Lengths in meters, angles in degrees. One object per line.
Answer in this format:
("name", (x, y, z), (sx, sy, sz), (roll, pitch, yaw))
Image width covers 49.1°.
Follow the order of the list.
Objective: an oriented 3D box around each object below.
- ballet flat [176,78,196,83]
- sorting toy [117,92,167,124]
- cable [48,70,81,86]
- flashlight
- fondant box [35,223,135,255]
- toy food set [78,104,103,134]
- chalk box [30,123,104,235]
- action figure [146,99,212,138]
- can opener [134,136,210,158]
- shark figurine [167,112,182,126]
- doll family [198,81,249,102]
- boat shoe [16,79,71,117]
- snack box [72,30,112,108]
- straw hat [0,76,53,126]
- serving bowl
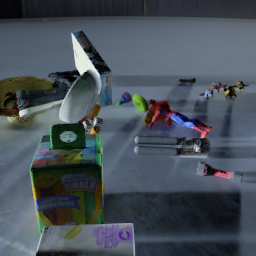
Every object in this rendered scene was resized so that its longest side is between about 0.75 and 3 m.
("ballet flat", (2.896, -2.409, 13.977), (0.955, 0.271, 0.317), (5, 27, 11))
("sorting toy", (0.361, -0.690, 10.371), (0.777, 0.782, 2.256), (-41, 45, -20))
("cable", (-3.006, -2.674, 14.211), (2.126, 0.540, 1.735), (12, 29, 24))
("flashlight", (2.273, 1.110, 6.948), (1.075, 0.365, 0.364), (11, 36, 21))
("fondant box", (-0.690, 2.197, 4.639), (1.624, 0.473, 1.172), (-1, 29, -2))
("toy food set", (-1.284, -0.179, 9.396), (0.691, 0.651, 1.448), (15, 40, -21))
("chalk box", (-1.117, 0.892, 5.514), (1.266, 2.034, 1.259), (-2, 27, -4))
("action figure", (1.497, -0.144, 9.219), (2.168, 1.073, 0.707), (36, 35, 16))
("can opener", (1.272, 0.549, 8.019), (2.168, 0.571, 0.721), (2, -8, 0))
("shark figurine", (1.592, -0.446, 9.889), (0.695, 0.486, 1.164), (-3, 23, -1))
("doll family", (3.995, -1.562, 11.813), (1.973, 0.774, 1.140), (4, 32, 15))
("boat shoe", (-2.198, -1.064, 8.632), (2.566, 0.851, 0.959), (-22, 2, -34))
("snack box", (-1.276, -2.094, 9.808), (0.475, 1.486, 2.558), (-20, 55, -18))
("straw hat", (-3.610, -0.694, 9.596), (2.637, 1.116, 2.637), (4, 36, -3))
("serving bowl", (-1.173, -0.766, 7.558), (0.525, 1.595, 1.595), (32, 33, 4))
